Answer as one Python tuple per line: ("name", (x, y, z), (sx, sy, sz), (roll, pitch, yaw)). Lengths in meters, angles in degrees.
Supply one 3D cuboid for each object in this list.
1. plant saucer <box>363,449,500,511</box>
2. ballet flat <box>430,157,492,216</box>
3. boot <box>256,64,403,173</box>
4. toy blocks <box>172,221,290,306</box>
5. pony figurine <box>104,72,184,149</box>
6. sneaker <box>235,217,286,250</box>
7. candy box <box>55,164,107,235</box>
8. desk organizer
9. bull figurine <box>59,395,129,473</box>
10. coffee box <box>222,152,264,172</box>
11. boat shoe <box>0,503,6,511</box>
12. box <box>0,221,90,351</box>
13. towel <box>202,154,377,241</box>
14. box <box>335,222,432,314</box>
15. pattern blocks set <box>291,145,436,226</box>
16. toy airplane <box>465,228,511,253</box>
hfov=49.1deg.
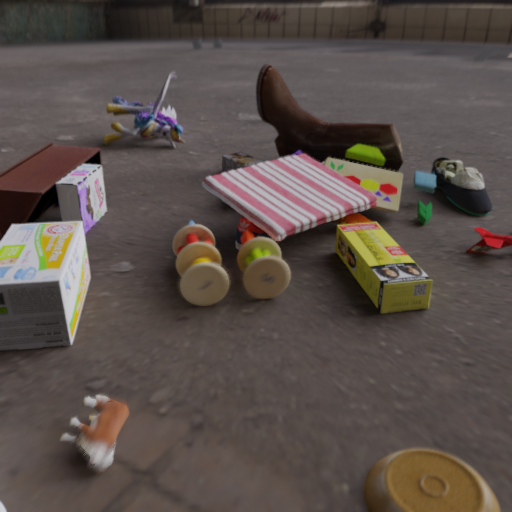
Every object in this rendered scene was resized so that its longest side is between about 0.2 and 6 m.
("plant saucer", (1.587, 2.145, 5.065), (1.205, 0.213, 1.205), (0, 27, 0))
("ballet flat", (4.361, -1.603, 12.039), (0.824, 0.824, 2.255), (-3, 27, -6))
("boot", (1.830, -3.086, 12.979), (3.299, 3.075, 1.060), (16, 68, 28))
("toy blocks", (-0.473, -0.059, 8.909), (1.645, 0.717, 1.974), (-6, 28, -11))
("pony figurine", (-3.095, -4.032, 16.257), (2.312, 1.925, 2.232), (5, 59, 2))
("sneaker", (0.227, -0.681, 10.203), (0.652, 0.735, 1.739), (13, 29, 24))
("candy box", (-3.315, -1.098, 10.724), (0.433, 1.015, 1.210), (3, 27, 6))
("desk organizer", (-4.134, -1.345, 11.211), (1.144, 1.066, 2.971), (5, 27, 4))
("bull figurine", (-1.608, 1.765, 5.664), (0.554, 0.297, 0.913), (28, 21, -5))
("coffee box", (-0.317, -2.169, 13.580), (0.586, 0.409, 1.025), (-17, 31, -30))
("boat shoe", (-2.660, 2.050, 4.704), (2.078, 0.694, 0.764), (24, 35, 39))
("box", (-3.028, 0.339, 7.834), (1.098, 0.990, 1.953), (-4, 26, -7))
("towel", (0.660, -1.110, 10.296), (2.766, 0.414, 2.024), (-20, 44, -38))
("box", (1.927, 0.122, 8.798), (0.791, 0.527, 2.102), (-4, 27, -9))
("pattern blocks set", (2.070, -1.433, 11.487), (3.150, 0.255, 2.768), (19, 46, 14))
("toy airplane", (4.624, -0.210, 9.671), (1.965, 0.361, 1.965), (0, 24, 0))
